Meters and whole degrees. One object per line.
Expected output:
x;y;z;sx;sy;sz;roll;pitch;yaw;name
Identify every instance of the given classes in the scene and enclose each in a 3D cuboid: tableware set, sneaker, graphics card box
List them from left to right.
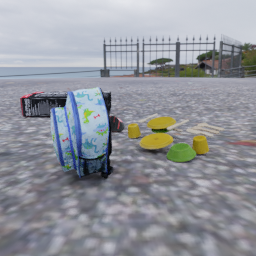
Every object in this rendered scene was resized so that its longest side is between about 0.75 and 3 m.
-2.012;-0.864;9.699;2.817;0.716;1.767;-2;13;0;graphics card box
-0.448;-0.137;7.241;1.017;0.375;0.441;16;0;34;sneaker
0.764;0.192;5.764;1.424;0.324;2.114;-23;24;-31;tableware set

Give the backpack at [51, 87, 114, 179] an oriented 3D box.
-0.643;0.046;3.879;0.809;1.100;1.007;-7;48;-17;backpack
